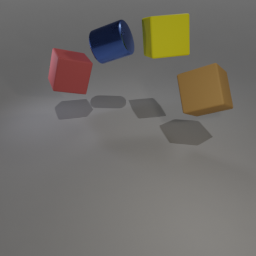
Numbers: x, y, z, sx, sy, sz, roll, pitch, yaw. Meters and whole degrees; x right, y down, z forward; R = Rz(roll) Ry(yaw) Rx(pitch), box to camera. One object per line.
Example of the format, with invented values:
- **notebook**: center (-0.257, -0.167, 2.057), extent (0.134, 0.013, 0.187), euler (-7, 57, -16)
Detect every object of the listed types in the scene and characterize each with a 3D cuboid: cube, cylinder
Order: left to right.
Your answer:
- **cube**: center (-2.443, -2.369, 11.714), extent (1.400, 1.400, 1.400), euler (3, 28, -27)
- **cylinder**: center (-0.641, -3.475, 11.363), extent (1.400, 1.400, 1.400), euler (-12, 25, 23)
- **cube**: center (1.366, -3.390, 10.339), extent (1.400, 1.400, 1.400), euler (-8, 20, -7)
- **cube**: center (2.709, -1.267, 9.801), extent (1.400, 1.400, 1.400), euler (-13, -9, 31)
